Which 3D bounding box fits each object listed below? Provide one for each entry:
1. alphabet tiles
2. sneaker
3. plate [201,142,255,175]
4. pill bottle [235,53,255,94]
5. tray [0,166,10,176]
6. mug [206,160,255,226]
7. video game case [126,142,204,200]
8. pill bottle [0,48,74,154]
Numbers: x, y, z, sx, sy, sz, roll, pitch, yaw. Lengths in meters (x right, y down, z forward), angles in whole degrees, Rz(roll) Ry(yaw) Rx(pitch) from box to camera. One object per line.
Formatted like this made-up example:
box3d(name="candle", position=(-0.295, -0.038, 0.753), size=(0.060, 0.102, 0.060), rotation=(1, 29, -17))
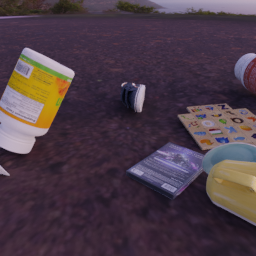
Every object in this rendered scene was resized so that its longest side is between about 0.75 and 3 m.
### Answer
box3d(name="alphabet tiles", position=(2.926, -0.035, 8.303), size=(2.390, 0.091, 2.872), rotation=(-6, 31, -9))
box3d(name="sneaker", position=(0.131, -1.076, 9.690), size=(0.863, 0.852, 2.172), rotation=(7, 15, 2))
box3d(name="plate", position=(2.137, 0.656, 5.773), size=(1.233, 1.233, 0.158), rotation=(2, 47, 4))
box3d(name="pill bottle", position=(5.228, -1.885, 10.355), size=(1.550, 1.550, 2.763), rotation=(-6, 28, -12))
box3d(name="tray", position=(-3.254, 0.681, 6.449), size=(1.241, 0.666, 0.138), rotation=(29, 67, 32))
box3d(name="mug", position=(2.105, 1.010, 5.121), size=(1.193, 1.453, 1.164), rotation=(13, 44, 40))
box3d(name="video game case", position=(1.013, 0.907, 6.589), size=(1.272, 0.169, 1.781), rotation=(21, 33, 36))
box3d(name="pill bottle", position=(-2.429, -0.624, 7.005), size=(1.324, 2.384, 1.324), rotation=(27, 7, -4))
